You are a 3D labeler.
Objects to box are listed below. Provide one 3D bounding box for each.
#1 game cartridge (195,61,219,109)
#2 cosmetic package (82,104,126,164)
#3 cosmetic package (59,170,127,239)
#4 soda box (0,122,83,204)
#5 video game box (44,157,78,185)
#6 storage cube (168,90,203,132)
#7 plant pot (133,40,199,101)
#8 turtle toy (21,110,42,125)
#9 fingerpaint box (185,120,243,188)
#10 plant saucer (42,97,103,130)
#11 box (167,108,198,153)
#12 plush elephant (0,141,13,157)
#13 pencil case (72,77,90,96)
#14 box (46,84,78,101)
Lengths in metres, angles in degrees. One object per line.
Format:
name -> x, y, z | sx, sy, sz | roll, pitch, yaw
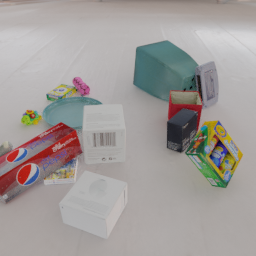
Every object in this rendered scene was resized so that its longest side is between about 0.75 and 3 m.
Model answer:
game cartridge -> 3.614, -1.969, 12.671 | 1.279, 1.921, 0.393 | -24, 23, -31
cosmetic package -> -0.834, 0.174, 9.771 | 1.398, 1.399, 1.695 | -2, 33, -4
cosmetic package -> -0.874, 2.005, 7.479 | 1.330, 0.820, 1.334 | 13, 35, 19
soda box -> -2.829, 0.964, 8.594 | 2.824, 0.989, 0.895 | -35, 40, -32
video game box -> -2.137, 1.365, 9.006 | 0.949, 0.244, 1.042 | -6, 33, -2
storage cube -> 2.238, -0.688, 11.258 | 1.185, 1.246, 1.386 | 2, 34, 3
plant pot -> 2.020, -2.622, 13.584 | 2.091, 2.092, 2.960 | -22, 44, -30
turtle toy -> -4.056, -0.441, 11.551 | 0.727, 0.504, 0.998 | 4, 33, 7
fingerpaint box -> 2.586, 0.767, 8.262 | 1.299, 1.557, 0.571 | -51, 24, -24
plant saucer -> -2.277, -0.610, 11.957 | 2.636, 0.361, 2.636 | 0, 34, 0
box -> 1.972, 0.069, 10.165 | 0.640, 1.120, 1.230 | 18, 37, 32
plush elephant -> -4.823, 0.567, 8.852 | 2.004, 1.552, 1.651 | -30, 0, -17
pencil case -> -2.353, -2.104, 14.087 | 0.599, 0.618, 1.320 | -49, 40, 8
box -> -3.194, -1.746, 13.721 | 0.866, 0.357, 1.476 | 13, 34, 19
